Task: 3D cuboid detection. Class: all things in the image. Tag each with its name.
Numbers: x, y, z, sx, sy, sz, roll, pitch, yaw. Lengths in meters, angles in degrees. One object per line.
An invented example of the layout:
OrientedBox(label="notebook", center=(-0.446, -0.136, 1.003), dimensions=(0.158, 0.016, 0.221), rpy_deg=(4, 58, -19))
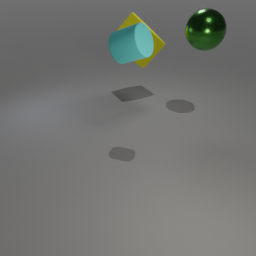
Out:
OrientedBox(label="ball", center=(2.722, -3.439, 9.836), dimensions=(1.400, 1.400, 1.400), rpy_deg=(0, 29, 0))
OrientedBox(label="cylinder", center=(0.069, -1.773, 5.912), dimensions=(0.700, 0.700, 0.700), rpy_deg=(-5, 22, 36))
OrientedBox(label="cube", center=(0.434, -3.712, 11.956), dimensions=(1.400, 1.400, 1.400), rpy_deg=(21, 29, -51))
